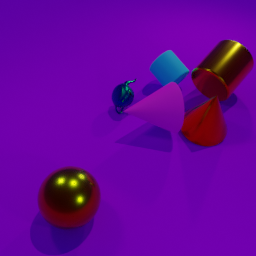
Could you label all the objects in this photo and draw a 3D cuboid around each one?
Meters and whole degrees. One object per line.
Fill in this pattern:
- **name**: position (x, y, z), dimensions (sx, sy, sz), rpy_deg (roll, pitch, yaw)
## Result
- **ball**: position (-1.174, 1.397, 5.659), dimensions (1.253, 1.253, 1.253), rpy_deg (0, 44, 0)
- **cone**: position (0.560, -0.485, 7.395), dimensions (1.380, 1.375, 1.375), rpy_deg (-5, 44, -13)
- **cone**: position (2.118, -0.413, 7.270), dimensions (1.316, 1.321, 1.316), rpy_deg (1, 57, -1)
- **cylinder**: position (1.322, -1.841, 8.999), dimensions (0.922, 0.922, 0.922), rpy_deg (-34, 80, -30)
- **teapot**: position (-0.096, -0.974, 8.289), dimensions (0.576, 1.177, 0.732), rpy_deg (15, 11, -36)
- **cylinder**: position (2.853, -1.733, 8.517), dimensions (1.342, 1.342, 1.342), rpy_deg (35, 74, 30)
